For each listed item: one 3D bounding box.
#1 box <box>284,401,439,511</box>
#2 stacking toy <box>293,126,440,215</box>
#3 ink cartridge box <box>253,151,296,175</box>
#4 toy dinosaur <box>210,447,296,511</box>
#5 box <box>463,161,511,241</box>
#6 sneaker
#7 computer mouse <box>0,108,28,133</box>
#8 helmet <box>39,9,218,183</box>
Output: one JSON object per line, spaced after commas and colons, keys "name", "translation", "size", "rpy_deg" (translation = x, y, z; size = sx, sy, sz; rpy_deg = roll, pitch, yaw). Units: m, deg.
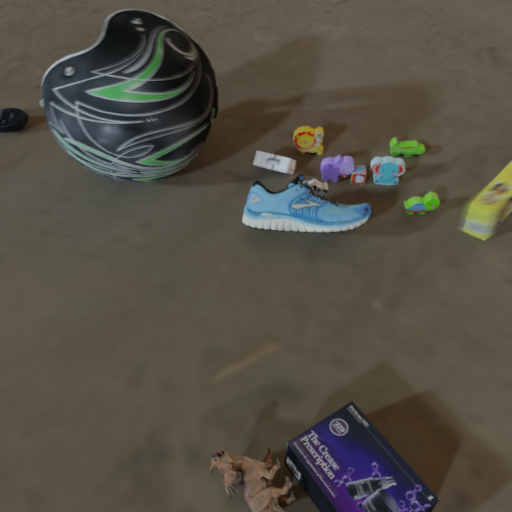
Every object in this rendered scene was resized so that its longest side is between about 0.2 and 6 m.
{"name": "box", "translation": [1.267, 2.806, 7.019], "size": [1.120, 0.626, 1.586], "rpy_deg": [-24, 50, -25]}
{"name": "stacking toy", "translation": [2.213, -1.823, 11.569], "size": [2.899, 0.681, 2.186], "rpy_deg": [2, 45, 1]}
{"name": "ink cartridge box", "translation": [0.399, -1.955, 11.766], "size": [0.767, 0.325, 0.559], "rpy_deg": [18, 9, 14]}
{"name": "toy dinosaur", "translation": [-0.008, 2.918, 7.015], "size": [0.824, 0.522, 1.215], "rpy_deg": [-27, 65, -12]}
{"name": "box", "translation": [4.730, -1.122, 10.848], "size": [0.483, 0.725, 1.926], "rpy_deg": [30, 53, 30]}
{"name": "sneaker", "translation": [0.948, -0.948, 10.199], "size": [2.372, 1.067, 0.930], "rpy_deg": [4, 4, 3]}
{"name": "computer mouse", "translation": [-6.418, -3.041, 13.065], "size": [2.294, 0.390, 0.672], "rpy_deg": [-4, 57, 3]}
{"name": "helmet", "translation": [-2.453, -2.919, 11.051], "size": [3.120, 3.120, 2.975], "rpy_deg": [17, 60, 16]}
